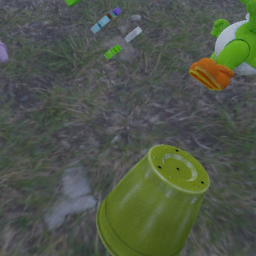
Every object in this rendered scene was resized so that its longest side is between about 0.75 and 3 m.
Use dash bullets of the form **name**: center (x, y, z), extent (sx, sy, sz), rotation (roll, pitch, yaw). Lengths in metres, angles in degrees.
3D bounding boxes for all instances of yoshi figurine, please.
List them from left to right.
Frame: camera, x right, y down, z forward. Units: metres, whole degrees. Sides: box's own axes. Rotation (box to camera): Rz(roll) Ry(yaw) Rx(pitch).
- **yoshi figurine**: center (2.427, -2.311, 6.083), extent (2.899, 1.623, 1.629), rotation (-50, 52, 7)

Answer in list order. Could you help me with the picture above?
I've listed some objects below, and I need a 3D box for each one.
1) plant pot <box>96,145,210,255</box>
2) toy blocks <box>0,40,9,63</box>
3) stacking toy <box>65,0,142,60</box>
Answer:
- **plant pot**: center (0.365, 0.852, 3.345), extent (1.179, 1.135, 1.179), rotation (20, 30, -12)
- **toy blocks**: center (-3.282, -0.779, 4.497), extent (1.953, 2.168, 2.320), rotation (39, 100, 21)
- **stacking toy**: center (-0.516, -2.431, 6.337), extent (1.435, 0.447, 1.904), rotation (50, 38, -15)
